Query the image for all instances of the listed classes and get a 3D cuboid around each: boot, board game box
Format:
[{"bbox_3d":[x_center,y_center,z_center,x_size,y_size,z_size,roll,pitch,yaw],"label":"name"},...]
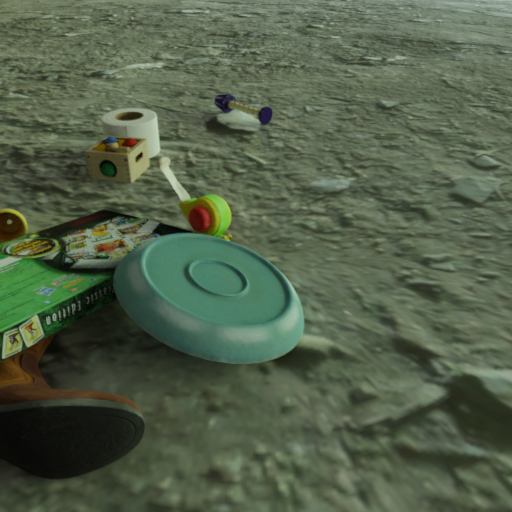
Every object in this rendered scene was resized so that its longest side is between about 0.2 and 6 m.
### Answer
[{"bbox_3d":[-2.734,1.403,7.084,2.843,1.034,3.020,-10,25,-1],"label":"boot"},{"bbox_3d":[-2.936,0.198,8.370,2.234,0.500,4.264,17,26,25],"label":"board game box"}]

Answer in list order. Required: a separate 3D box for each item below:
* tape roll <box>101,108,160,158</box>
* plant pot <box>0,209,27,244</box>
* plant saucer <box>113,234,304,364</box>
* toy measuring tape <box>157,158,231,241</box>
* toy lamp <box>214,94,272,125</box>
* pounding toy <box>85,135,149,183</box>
[{"bbox_3d":[-3.055,-2.974,13.679,1.330,0.913,1.330,0,32,0],"label":"tape roll"},{"bbox_3d":[-4.499,-0.550,10.152,0.672,0.672,0.632,-10,19,-15],"label":"plant pot"},{"bbox_3d":[-0.580,0.428,8.008,2.817,0.386,2.817,16,29,-9],"label":"plant saucer"},{"bbox_3d":[-1.025,-1.044,9.974,0.773,0.773,2.103,-25,78,-34],"label":"toy measuring tape"},{"bbox_3d":[-0.411,-4.236,16.047,1.967,0.573,0.573,29,42,33],"label":"toy lamp"},{"bbox_3d":[-3.063,-2.233,12.477,1.224,0.945,1.330,7,33,12],"label":"pounding toy"}]
